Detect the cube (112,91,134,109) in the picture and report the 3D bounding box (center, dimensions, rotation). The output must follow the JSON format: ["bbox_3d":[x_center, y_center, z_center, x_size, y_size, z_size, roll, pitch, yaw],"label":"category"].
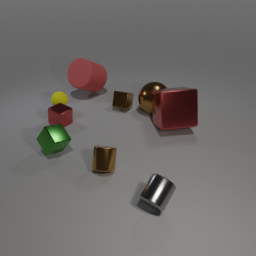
[{"bbox_3d":[-0.219,-1.257,12.478,0.700,0.700,0.700,12,10,20],"label":"cube"}]

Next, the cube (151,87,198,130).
[{"bbox_3d":[1.758,-0.789,10.726,1.400,1.400,1.400,-6,12,-8],"label":"cube"}]

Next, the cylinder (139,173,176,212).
[{"bbox_3d":[0.737,1.613,6.989,0.700,0.700,0.700,21,66,32],"label":"cylinder"}]

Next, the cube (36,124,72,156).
[{"bbox_3d":[-2.427,0.370,9.180,0.700,0.700,0.700,-14,62,-52],"label":"cube"}]

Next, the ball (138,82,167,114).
[{"bbox_3d":[1.131,-1.276,11.987,1.400,1.400,1.400,0,29,0],"label":"ball"}]

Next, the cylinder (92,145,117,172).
[{"bbox_3d":[-0.717,0.918,8.494,0.700,0.700,0.700,6,2,0],"label":"cylinder"}]

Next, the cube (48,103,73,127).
[{"bbox_3d":[-2.704,-0.495,11.208,0.700,0.700,0.700,24,37,24],"label":"cube"}]

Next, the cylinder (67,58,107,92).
[{"bbox_3d":[-1.945,-2.526,13.490,1.400,1.400,1.400,16,7,26],"label":"cylinder"}]

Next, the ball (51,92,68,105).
[{"bbox_3d":[-2.923,-1.207,11.966,0.700,0.700,0.700,0,29,0],"label":"ball"}]
